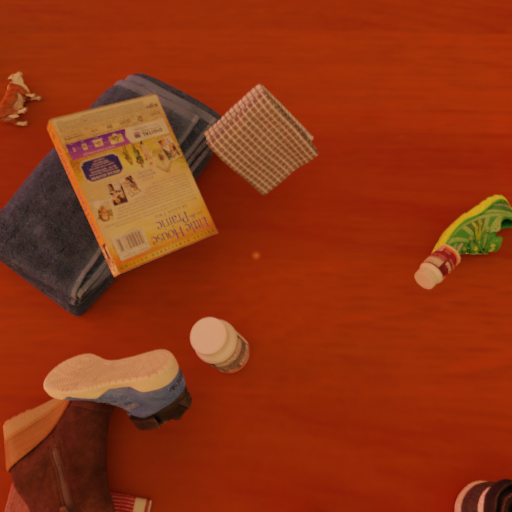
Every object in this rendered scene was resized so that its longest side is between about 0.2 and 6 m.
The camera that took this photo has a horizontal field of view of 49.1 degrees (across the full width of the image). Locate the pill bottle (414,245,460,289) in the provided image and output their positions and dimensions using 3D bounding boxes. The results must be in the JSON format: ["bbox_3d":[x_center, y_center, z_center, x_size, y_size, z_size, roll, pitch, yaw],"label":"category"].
[{"bbox_3d":[2.807,0.176,8.702,0.698,0.399,0.399,-40,74,-21],"label":"pill bottle"}]

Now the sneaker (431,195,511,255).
[{"bbox_3d":[3.760,-0.331,9.604,1.906,0.706,0.796,-36,69,-13],"label":"sneaker"}]

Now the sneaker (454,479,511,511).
[{"bbox_3d":[4.279,4.343,7.149,3.434,1.921,1.254,38,74,13],"label":"sneaker"}]

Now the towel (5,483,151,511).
[{"bbox_3d":[-2.698,4.178,8.138,2.105,0.239,1.516,8,67,1],"label":"towel"}]

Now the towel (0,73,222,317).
[{"bbox_3d":[-2.626,-1.286,9.784,2.413,1.049,4.322,31,72,12],"label":"towel"}]

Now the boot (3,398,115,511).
[{"bbox_3d":[-2.406,2.883,8.268,2.377,0.860,1.977,-28,70,-8],"label":"boot"}]

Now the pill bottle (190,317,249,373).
[{"bbox_3d":[-0.563,1.370,8.642,0.684,1.181,0.684,-5,66,13],"label":"pill bottle"}]

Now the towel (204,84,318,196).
[{"bbox_3d":[0.119,-1.702,8.552,1.206,1.457,0.623,-41,39,16],"label":"towel"}]

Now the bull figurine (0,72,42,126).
[{"bbox_3d":[-4.604,-3.013,10.814,0.688,0.369,1.134,13,70,5],"label":"bull figurine"}]

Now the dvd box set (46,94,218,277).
[{"bbox_3d":[-1.741,-1.062,8.106,1.691,0.340,2.311,-26,92,-30],"label":"dvd box set"}]

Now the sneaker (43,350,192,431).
[{"bbox_3d":[-1.900,1.970,7.862,2.056,1.144,0.789,-10,32,15],"label":"sneaker"}]
